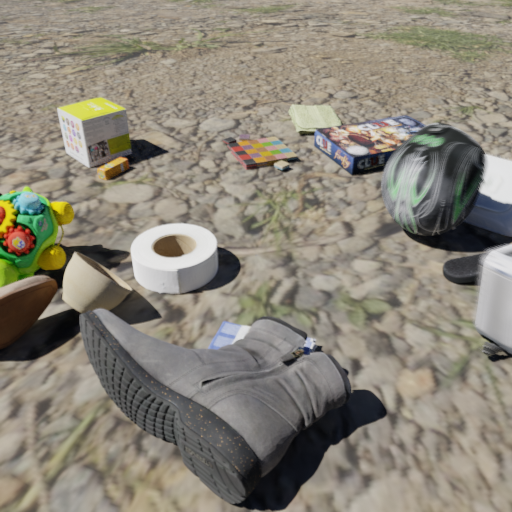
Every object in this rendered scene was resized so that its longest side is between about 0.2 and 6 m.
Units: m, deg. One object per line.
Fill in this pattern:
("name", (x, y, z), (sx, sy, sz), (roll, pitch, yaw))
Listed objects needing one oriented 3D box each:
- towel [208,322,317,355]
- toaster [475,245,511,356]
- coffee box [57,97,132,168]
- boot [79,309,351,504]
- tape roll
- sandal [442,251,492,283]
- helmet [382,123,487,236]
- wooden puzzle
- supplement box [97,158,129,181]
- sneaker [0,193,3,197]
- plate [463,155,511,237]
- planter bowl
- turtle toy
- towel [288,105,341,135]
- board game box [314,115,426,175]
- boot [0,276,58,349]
("towel", (0.032, 1.431, 7.952), (1.481, 0.176, 1.087), (9, 37, 17))
("toaster", (4.042, 0.552, 8.083), (2.052, 1.325, 1.166), (-12, 23, -17))
("coffee box", (-3.936, -3.054, 13.708), (1.223, 1.209, 1.221), (-27, 42, -34))
("boot", (-0.584, 1.402, 7.212), (3.239, 1.130, 2.132), (36, 49, 25))
("tape roll", (-1.404, 0.026, 9.725), (1.493, 0.522, 1.493), (0, 34, 0))
("sandal", (4.341, 0.210, 9.607), (2.205, 0.497, 0.828), (-10, 27, 11))
("helmet", (3.209, -1.314, 10.368), (1.866, 1.866, 1.779), (28, 79, 35))
("wooden puzzle", (0.126, -2.579, 13.952), (1.349, 0.160, 2.274), (-12, 36, -18))
("supplement box", (-3.324, -2.028, 13.043), (0.258, 0.266, 0.774), (17, 40, 27))
("sneaker", (-5.159, -0.852, 10.852), (0.613, 0.727, 1.663), (-15, 37, -21))
("plate", (4.704, -1.416, 11.464), (1.910, 0.309, 1.906), (25, 64, 33))
("planter bowl", (-2.550, 0.519, 8.658), (1.039, 1.039, 0.699), (31, 85, 38))
("turtle toy", (-4.042, -0.211, 9.247), (1.574, 1.092, 2.160), (-4, 67, 18))
("towel", (1.661, -3.839, 15.685), (1.337, 0.329, 1.802), (-2, 34, -5))
("board game box", (3.135, -2.836, 14.029), (2.818, 0.488, 1.909), (-13, 36, -19))
("boot", (-4.514, 0.796, 8.142), (1.897, 0.911, 2.594), (25, 45, 25))
